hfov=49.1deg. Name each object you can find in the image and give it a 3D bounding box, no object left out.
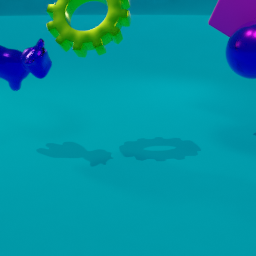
[{"bbox_3d":[-0.842,-2.413,5.999,1.787,1.787,0.331,5,-12,11],"label":"gear"},{"bbox_3d":[-2.440,-1.466,6.068,1.487,1.463,0.816,24,54,-13],"label":"cow figurine"},{"bbox_3d":[2.962,-2.883,6.469,1.352,1.352,1.352,38,57,14],"label":"cube"},{"bbox_3d":[2.630,-1.605,5.781,1.172,1.172,1.172,0,24,0],"label":"ball"}]
